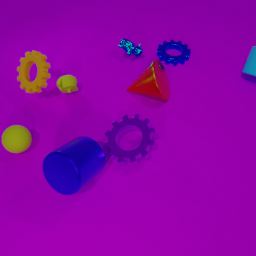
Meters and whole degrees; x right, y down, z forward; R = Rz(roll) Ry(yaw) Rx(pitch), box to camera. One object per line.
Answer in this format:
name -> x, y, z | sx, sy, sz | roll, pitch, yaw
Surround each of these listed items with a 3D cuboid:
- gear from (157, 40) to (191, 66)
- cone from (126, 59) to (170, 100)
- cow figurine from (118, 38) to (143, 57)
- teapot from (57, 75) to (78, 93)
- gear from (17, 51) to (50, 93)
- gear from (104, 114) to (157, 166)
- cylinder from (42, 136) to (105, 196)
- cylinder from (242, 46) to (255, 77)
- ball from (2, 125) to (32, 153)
gear -> 1.716, -2.842, 10.536 | 1.242, 0.230, 1.242 | 0, 54, 0
cone -> 0.515, -1.412, 9.221 | 1.342, 1.337, 1.337 | -13, 49, 26
cow figurine -> 0.108, -2.904, 10.064 | 0.905, 0.496, 0.890 | 37, 28, -9
teapot -> -1.972, -1.388, 9.045 | 0.652, 1.048, 0.513 | -24, 75, 23
gear -> -2.938, -1.725, 8.683 | 1.271, 1.271, 0.235 | 40, 20, 25
gear -> 0.061, 0.324, 7.929 | 1.495, 0.277, 1.495 | -8, 61, 15
cylinder -> -1.329, 0.913, 7.014 | 1.139, 1.139, 1.139 | 26, 29, 18
cylinder -> 4.466, -2.176, 9.420 | 0.898, 0.898, 0.898 | 16, 16, -5
ball -> -3.127, 0.311, 7.882 | 0.782, 0.782, 0.782 | 0, 54, 0
